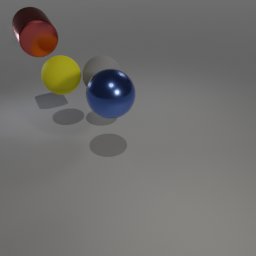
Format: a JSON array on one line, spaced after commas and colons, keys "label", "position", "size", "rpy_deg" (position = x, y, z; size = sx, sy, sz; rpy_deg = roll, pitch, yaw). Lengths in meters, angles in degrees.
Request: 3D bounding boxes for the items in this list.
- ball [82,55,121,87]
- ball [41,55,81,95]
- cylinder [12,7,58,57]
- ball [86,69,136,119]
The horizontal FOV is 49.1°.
[{"label": "ball", "position": [-0.936, -1.898, 10.118], "size": [1.400, 1.400, 1.400], "rpy_deg": [0, 30, 0]}, {"label": "ball", "position": [-2.421, -1.918, 10.187], "size": [1.400, 1.400, 1.400], "rpy_deg": [0, 30, 0]}, {"label": "cylinder", "position": [-3.473, -3.584, 10.460], "size": [1.400, 1.400, 1.400], "rpy_deg": [-14, 45, -23]}, {"label": "ball", "position": [-0.487, -0.963, 7.940], "size": [1.400, 1.400, 1.400], "rpy_deg": [0, 30, 0]}]
